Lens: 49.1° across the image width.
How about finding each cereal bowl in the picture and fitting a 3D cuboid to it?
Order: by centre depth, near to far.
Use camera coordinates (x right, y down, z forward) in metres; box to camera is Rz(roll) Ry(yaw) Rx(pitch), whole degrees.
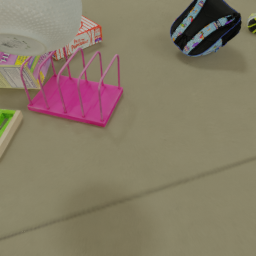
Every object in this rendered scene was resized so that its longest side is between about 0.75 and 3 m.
[{"bbox_3d":[-1.664,-1.637,4.301,1.918,1.918,0.799,1,84,1],"label":"cereal bowl"}]

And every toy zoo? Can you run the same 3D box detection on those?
[{"bbox_3d":[-4.379,0.082,7.379,2.642,0.270,1.733,6,47,5],"label":"toy zoo"}]

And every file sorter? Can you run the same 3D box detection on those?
[{"bbox_3d":[-1.522,-1.336,7.895,2.379,1.492,1.653,13,48,12],"label":"file sorter"}]

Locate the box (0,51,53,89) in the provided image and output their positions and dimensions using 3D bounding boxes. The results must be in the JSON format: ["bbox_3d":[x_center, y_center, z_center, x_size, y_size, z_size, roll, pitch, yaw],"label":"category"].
[{"bbox_3d":[-3.632,-2.330,8.701,2.230,1.078,1.961,4,61,10],"label":"box"}]

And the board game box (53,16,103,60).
[{"bbox_3d":[-2.644,-3.802,10.835,2.090,0.639,2.759,-33,55,-28],"label":"board game box"}]

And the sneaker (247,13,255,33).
[{"bbox_3d":[6.004,-4.313,11.165,2.397,0.904,0.916,6,47,4],"label":"sneaker"}]

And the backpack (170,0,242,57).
[{"bbox_3d":[2.646,-3.449,9.860,2.088,1.405,1.906,-44,71,14],"label":"backpack"}]
